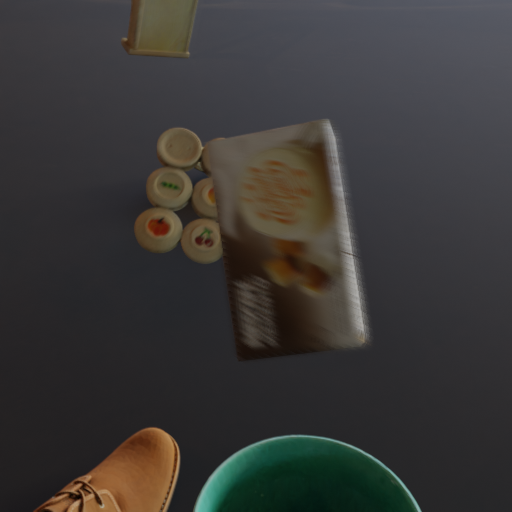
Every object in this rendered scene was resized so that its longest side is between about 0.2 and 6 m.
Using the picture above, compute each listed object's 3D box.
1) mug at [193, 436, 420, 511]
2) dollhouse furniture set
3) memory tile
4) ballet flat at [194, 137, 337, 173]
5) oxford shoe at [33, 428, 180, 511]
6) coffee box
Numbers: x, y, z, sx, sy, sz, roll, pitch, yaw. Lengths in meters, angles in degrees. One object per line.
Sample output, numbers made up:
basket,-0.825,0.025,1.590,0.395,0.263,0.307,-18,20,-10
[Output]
mug,0.333,2.246,3.613,1.511,1.137,1.839,0,28,-3
dollhouse furniture set,-1.955,-4.739,9.617,2.142,1.623,2.444,-8,47,-31
memory tile,-0.218,-0.543,5.907,1.916,0.161,1.468,14,68,-5
ballet flat,0.129,-2.044,10.995,2.919,0.829,0.970,-3,43,-3
oxford shoe,-1.307,2.052,4.378,0.781,0.780,2.189,13,32,23
coffee box,0.218,-0.086,3.787,0.825,1.442,0.575,-8,-3,12
